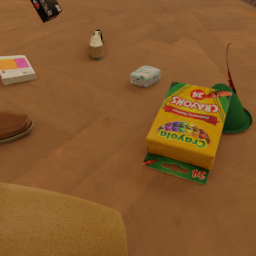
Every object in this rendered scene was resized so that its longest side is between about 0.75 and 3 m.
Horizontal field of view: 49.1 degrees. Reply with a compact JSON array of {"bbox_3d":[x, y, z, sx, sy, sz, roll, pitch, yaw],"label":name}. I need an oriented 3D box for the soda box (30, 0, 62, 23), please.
[{"bbox_3d":[-2.459,-3.741,7.653,0.486,1.535,0.543,-37,18,-28],"label":"soda box"}]

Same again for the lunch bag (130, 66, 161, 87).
[{"bbox_3d":[0.609,-1.890,10.158,0.845,0.406,1.054,27,46,30],"label":"lunch bag"}]

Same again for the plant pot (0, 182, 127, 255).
[{"bbox_3d":[-1.266,1.871,4.242,2.333,2.174,2.174,3,36,-17],"label":"plant pot"}]

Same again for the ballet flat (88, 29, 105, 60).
[{"bbox_3d":[-1.356,-3.777,12.266,0.731,0.779,2.155,1,38,1],"label":"ballet flat"}]

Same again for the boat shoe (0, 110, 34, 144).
[{"bbox_3d":[-4.008,-0.157,7.514,2.724,0.926,0.980,-6,38,-7],"label":"boat shoe"}]

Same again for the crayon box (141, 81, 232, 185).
[{"bbox_3d":[1.534,-0.001,7.126,1.661,0.664,2.616,14,54,18],"label":"crayon box"}]

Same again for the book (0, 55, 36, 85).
[{"bbox_3d":[-4.298,-2.261,10.666,1.157,0.416,1.732,-16,42,-23],"label":"book"}]

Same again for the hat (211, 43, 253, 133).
[{"bbox_3d":[2.814,-1.129,8.072,1.668,1.773,2.014,-16,41,-20],"label":"hat"}]
